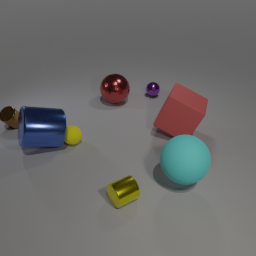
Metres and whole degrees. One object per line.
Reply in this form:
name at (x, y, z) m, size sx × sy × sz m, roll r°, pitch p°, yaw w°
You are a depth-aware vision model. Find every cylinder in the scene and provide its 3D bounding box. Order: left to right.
cylinder at (-4.643, -0.418, 11.203) m, size 0.700 × 0.700 × 0.700 m, roll -5°, pitch 64°, yaw 11°
cylinder at (-3.033, -0.027, 9.822) m, size 1.400 × 1.400 × 1.400 m, roll 2°, pitch 27°, yaw -29°
cylinder at (-0.132, 1.775, 7.862) m, size 0.700 × 0.700 × 0.700 m, roll -20°, pitch 37°, yaw -28°

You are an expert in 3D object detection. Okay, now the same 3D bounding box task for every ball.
ball at (-2.055, 0.262, 10.284) m, size 0.700 × 0.700 × 0.700 m, roll 0°, pitch 31°, yaw 0°
ball at (-0.607, -1.825, 13.051) m, size 1.400 × 1.400 × 1.400 m, roll 0°, pitch 31°, yaw 0°
ball at (1.224, -1.913, 13.784) m, size 0.700 × 0.700 × 0.700 m, roll 0°, pitch 31°, yaw 0°
ball at (1.619, 0.890, 7.939) m, size 1.400 × 1.400 × 1.400 m, roll 0°, pitch 31°, yaw 0°

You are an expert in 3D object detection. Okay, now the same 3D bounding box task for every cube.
cube at (1.983, -0.597, 10.487) m, size 1.400 × 1.400 × 1.400 m, roll 29°, pitch 34°, yaw 3°
